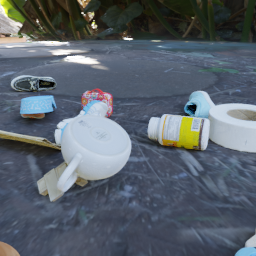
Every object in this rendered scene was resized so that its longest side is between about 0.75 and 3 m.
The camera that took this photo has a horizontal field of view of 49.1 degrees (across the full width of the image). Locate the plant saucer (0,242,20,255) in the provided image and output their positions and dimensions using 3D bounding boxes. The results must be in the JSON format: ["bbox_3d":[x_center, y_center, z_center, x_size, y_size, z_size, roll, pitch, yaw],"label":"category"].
[{"bbox_3d":[-2.623,2.383,4.262,1.953,0.366,1.953,-1,22,0],"label":"plant saucer"}]

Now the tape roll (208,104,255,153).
[{"bbox_3d":[4.006,-0.077,9.635,2.496,0.873,2.496,0,22,0],"label":"tape roll"}]

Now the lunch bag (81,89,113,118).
[{"bbox_3d":[-1.299,-1.060,11.660,1.333,1.174,0.546,10,24,22],"label":"lunch bag"}]

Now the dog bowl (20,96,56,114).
[{"bbox_3d":[-3.635,-0.979,11.395,1.237,0.550,2.220,-4,10,-5],"label":"dog bowl"}]

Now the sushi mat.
[{"bbox_3d":[-3.333,0.321,8.767,2.643,0.160,1.264,9,-14,21],"label":"sushi mat"}]

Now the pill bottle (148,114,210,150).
[{"bbox_3d":[1.618,0.106,8.984,1.842,1.006,1.006,8,23,20],"label":"pill bottle"}]

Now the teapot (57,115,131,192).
[{"bbox_3d":[-0.817,0.605,6.409,1.697,1.239,1.675,7,37,-27],"label":"teapot"}]

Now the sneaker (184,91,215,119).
[{"bbox_3d":[2.838,-0.995,11.766,1.045,0.943,2.551,5,21,-7],"label":"sneaker"}]

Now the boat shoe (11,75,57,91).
[{"bbox_3d":[-5.203,-2.476,15.598,2.410,0.852,0.767,-9,22,-26],"label":"boat shoe"}]

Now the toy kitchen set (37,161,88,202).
[{"bbox_3d":[-1.521,1.439,6.712,0.895,0.807,0.730,-36,51,7],"label":"toy kitchen set"}]

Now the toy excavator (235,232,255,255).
[{"bbox_3d":[2.114,2.158,4.388,1.648,0.846,1.695,-4,14,-13],"label":"toy excavator"}]

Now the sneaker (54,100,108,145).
[{"bbox_3d":[-1.241,-0.067,9.712,1.207,1.044,2.785,16,34,19],"label":"sneaker"}]

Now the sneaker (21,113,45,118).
[{"bbox_3d":[-3.927,-0.567,11.568,0.928,0.331,0.371,2,2,-23],"label":"sneaker"}]
